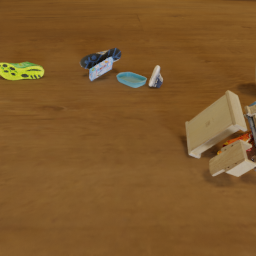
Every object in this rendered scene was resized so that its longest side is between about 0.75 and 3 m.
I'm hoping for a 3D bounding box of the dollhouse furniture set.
[{"bbox_3d":[2.846,0.560,6.907,2.279,1.487,2.151,22,49,-23],"label":"dollhouse furniture set"}]

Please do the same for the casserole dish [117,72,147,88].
[{"bbox_3d":[0.140,-1.923,11.196,0.811,0.260,1.338,-27,40,-36],"label":"casserole dish"}]

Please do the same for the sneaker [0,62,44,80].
[{"bbox_3d":[-4.440,-2.382,11.659,1.866,0.691,0.780,4,24,-8],"label":"sneaker"}]

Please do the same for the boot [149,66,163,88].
[{"bbox_3d":[1.133,-1.913,10.475,0.444,0.982,0.357,11,55,-9],"label":"boot"}]

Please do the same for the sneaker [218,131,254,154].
[{"bbox_3d":[2.777,0.411,7.096,0.581,0.549,1.505,24,37,39],"label":"sneaker"}]

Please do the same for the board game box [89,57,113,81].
[{"bbox_3d":[-1.081,-2.362,11.218,1.019,0.771,0.186,-34,81,-17],"label":"board game box"}]

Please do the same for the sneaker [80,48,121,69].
[{"bbox_3d":[-1.153,-2.847,11.749,1.760,0.666,0.678,-16,11,-13],"label":"sneaker"}]
